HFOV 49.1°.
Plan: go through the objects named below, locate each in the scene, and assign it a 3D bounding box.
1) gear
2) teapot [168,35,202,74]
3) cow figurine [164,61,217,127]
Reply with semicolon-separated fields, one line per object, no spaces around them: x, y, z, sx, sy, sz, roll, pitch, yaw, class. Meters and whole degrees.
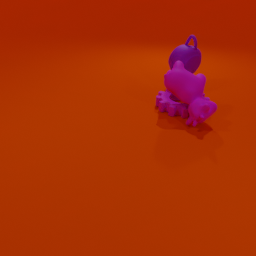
1.671;-0.803;8.620;1.592;0.294;1.592;1;30;0;gear
1.792;-2.200;9.263;1.122;1.805;0.884;-12;50;-37;teapot
1.635;-0.910;7.599;1.643;0.902;1.617;31;46;-9;cow figurine
